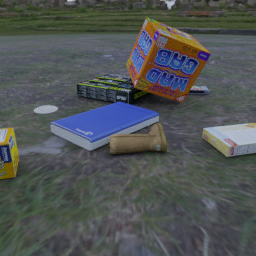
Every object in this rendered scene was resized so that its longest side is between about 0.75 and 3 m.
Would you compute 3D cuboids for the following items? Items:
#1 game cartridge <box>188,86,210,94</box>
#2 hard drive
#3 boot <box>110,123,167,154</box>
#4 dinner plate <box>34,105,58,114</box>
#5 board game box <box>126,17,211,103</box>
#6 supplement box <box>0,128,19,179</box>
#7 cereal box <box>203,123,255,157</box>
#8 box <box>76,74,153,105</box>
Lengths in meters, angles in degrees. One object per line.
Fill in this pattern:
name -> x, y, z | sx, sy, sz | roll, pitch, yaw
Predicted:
game cartridge -> 2.887, -1.645, 12.102 | 1.140, 0.233, 0.759 | 2, 18, 5
hard drive -> -0.621, -0.178, 8.331 | 1.799, 0.346, 2.726 | 19, 29, 39
boot -> 0.228, 0.239, 7.204 | 1.395, 0.461, 1.221 | -2, 23, -2
dinner plate -> -2.908, -0.682, 9.911 | 0.820, 0.099, 0.820 | -1, 23, 1
board game box -> 1.385, -2.551, 10.498 | 2.052, 2.052, 2.054 | 14, 31, -20
supplement box -> -3.159, 0.590, 5.848 | 1.508, 0.826, 0.821 | -6, 24, -13
cereal box -> 2.968, 0.266, 7.276 | 1.670, 0.330, 1.202 | -6, 23, -14
box -> -0.407, -1.685, 11.703 | 2.535, 0.602, 2.449 | 13, 28, 28
